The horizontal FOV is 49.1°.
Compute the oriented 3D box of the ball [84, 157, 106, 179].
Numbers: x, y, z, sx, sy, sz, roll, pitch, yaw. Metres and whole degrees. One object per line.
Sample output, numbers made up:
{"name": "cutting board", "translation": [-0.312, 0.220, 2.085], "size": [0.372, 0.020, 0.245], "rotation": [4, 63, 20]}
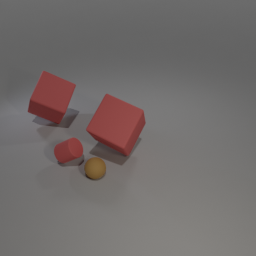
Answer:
{"name": "ball", "translation": [-1.056, 1.292, 9.034], "size": [0.700, 0.700, 0.700], "rotation": [0, 32, 0]}

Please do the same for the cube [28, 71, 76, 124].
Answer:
{"name": "cube", "translation": [-3.141, -1.215, 11.503], "size": [1.400, 1.400, 1.400], "rotation": [22, 65, -16]}

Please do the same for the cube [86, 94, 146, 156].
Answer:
{"name": "cube", "translation": [-0.347, -0.068, 9.472], "size": [1.400, 1.400, 1.400], "rotation": [25, 79, 13]}

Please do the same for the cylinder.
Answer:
{"name": "cylinder", "translation": [-1.987, 0.752, 9.390], "size": [0.700, 0.700, 0.700], "rotation": [-23, 22, 28]}
